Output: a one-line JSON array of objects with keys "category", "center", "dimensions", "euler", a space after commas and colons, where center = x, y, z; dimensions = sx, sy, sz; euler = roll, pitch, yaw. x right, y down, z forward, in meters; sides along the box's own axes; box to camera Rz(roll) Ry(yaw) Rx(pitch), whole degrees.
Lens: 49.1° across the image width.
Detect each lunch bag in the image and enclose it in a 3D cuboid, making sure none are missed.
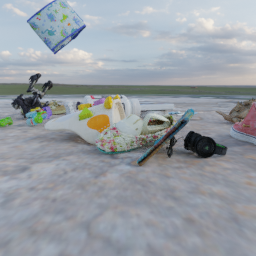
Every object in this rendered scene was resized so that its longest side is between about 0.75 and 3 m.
[{"category": "lunch bag", "center": [-2.368, -3.473, 9.451], "dimensions": [1.500, 1.276, 0.956], "euler": [-41, 10, -1]}]

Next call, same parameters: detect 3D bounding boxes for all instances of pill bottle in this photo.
[{"category": "pill bottle", "center": [-0.597, -0.658, 10.329], "dimensions": [1.988, 1.101, 1.101], "euler": [-3, 9, -20]}]

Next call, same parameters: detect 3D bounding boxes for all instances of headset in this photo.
[{"category": "headset", "center": [1.434, 0.418, 5.860], "dimensions": [1.325, 0.623, 0.818], "euler": [13, 6, -24]}]

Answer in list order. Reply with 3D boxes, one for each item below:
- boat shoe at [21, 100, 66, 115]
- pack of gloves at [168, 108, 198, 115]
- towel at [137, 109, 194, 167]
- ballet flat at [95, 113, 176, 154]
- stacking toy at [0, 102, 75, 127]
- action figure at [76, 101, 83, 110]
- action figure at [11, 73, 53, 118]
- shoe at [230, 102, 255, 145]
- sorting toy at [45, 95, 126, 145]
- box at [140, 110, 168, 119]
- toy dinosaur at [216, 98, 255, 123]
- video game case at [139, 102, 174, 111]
[{"category": "boat shoe", "center": [-4.225, -1.106, 14.388], "dimensions": [2.514, 0.788, 0.921], "euler": [-2, 9, -10]}, {"category": "pack of gloves", "center": [2.806, -0.870, 14.534], "dimensions": [1.268, 0.298, 1.510], "euler": [8, 11, 39]}, {"category": "towel", "center": [0.808, 0.127, 5.605], "dimensions": [0.183, 1.237, 1.687], "euler": [46, 19, 6]}, {"category": "ballet flat", "center": [0.278, 0.012, 6.596], "dimensions": [2.380, 0.761, 0.900], "euler": [-8, 36, -43]}, {"category": "stacking toy", "center": [-3.332, -0.413, 10.521], "dimensions": [1.819, 0.567, 2.412], "euler": [-7, 12, 22]}, {"category": "action figure", "center": [-1.864, -1.021, 14.732], "dimensions": [1.729, 0.600, 1.125], "euler": [9, 5, 30]}, {"category": "action figure", "center": [-4.350, -1.187, 12.877], "dimensions": [1.687, 1.448, 2.838], "euler": [25, 42, -19]}, {"category": "shoe", "center": [3.358, -0.169, 7.176], "dimensions": [0.842, 1.072, 2.356], "euler": [0, 9, -2]}, {"category": "sorting toy", "center": [-1.180, -0.208, 7.826], "dimensions": [1.951, 1.158, 2.167], "euler": [-7, 7, 9]}, {"category": "box", "center": [0.796, -0.712, 13.409], "dimensions": [1.825, 0.332, 1.317], "euler": [8, 11, 36]}, {"category": "toy dinosaur", "center": [4.490, -0.598, 10.984], "dimensions": [2.208, 0.948, 1.496], "euler": [-16, -2, 0]}, {"category": "video game case", "center": [0.432, -1.050, 13.556], "dimensions": [2.699, 0.310, 2.459], "euler": [-3, 8, -23]}]
